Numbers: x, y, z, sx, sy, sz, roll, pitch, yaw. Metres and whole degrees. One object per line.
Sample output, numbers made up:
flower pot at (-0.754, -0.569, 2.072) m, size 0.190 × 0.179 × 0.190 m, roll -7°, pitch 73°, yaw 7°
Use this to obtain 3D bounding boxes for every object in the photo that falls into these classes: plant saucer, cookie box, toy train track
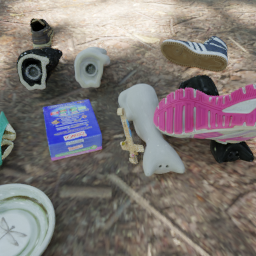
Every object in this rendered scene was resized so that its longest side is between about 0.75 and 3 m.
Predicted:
plant saucer at (-2.432, 2.057, 5.479) m, size 2.046 × 0.513 × 2.046 m, roll 0°, pitch 41°, yaw 0°
cookie box at (-1.555, 0.001, 7.706) m, size 1.376 × 0.605 × 1.609 m, roll -12°, pitch 43°, yaw -13°
toy train track at (-0.048, 0.222, 6.759) m, size 0.232 × 1.425 × 0.818 m, roll -24°, pitch 17°, yaw -38°

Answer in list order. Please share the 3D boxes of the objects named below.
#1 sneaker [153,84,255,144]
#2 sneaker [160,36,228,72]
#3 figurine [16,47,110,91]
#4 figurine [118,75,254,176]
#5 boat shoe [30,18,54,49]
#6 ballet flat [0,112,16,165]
sneaker at (1.971, -0.163, 6.403) m, size 2.883 × 1.272 × 1.173 m, roll 2°, pitch 68°, yaw 33°
sneaker at (2.628, -3.057, 10.881) m, size 2.572 × 0.901 × 1.395 m, roll 19°, pitch 50°, yaw 10°
figurine at (-2.037, -2.334, 9.755) m, size 2.839 × 1.222 × 2.770 m, roll -2°, pitch 26°, yaw -3°
figurine at (1.403, -0.008, 7.384) m, size 2.897 × 1.247 × 2.826 m, roll -10°, pitch 47°, yaw -9°
boat shoe at (-3.801, -4.367, 12.337) m, size 0.959 × 0.944 × 2.575 m, roll -11°, pitch 43°, yaw -12°
ballet flat at (-3.374, 0.315, 7.466) m, size 0.665 × 0.636 × 1.889 m, roll 16°, pitch 38°, yaw -19°
